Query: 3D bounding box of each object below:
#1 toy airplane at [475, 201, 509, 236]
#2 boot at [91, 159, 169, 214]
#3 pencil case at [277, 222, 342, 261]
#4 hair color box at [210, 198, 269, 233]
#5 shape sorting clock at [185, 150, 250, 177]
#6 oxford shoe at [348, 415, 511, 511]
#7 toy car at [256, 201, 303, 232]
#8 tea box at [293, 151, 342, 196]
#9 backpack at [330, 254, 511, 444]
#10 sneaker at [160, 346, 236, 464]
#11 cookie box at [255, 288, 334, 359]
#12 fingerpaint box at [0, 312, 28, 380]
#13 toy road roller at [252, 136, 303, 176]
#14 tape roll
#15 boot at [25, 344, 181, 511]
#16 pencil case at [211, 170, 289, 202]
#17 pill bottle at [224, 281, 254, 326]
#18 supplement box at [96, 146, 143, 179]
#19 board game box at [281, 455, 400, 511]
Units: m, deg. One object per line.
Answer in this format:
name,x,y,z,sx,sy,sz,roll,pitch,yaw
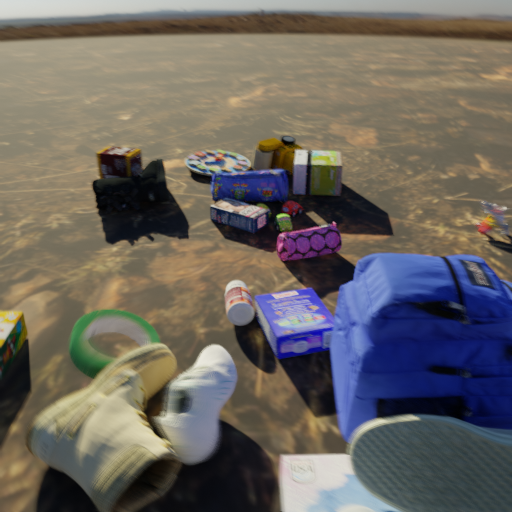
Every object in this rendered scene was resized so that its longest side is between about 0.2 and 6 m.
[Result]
toy airplane,5.319,-0.828,12.451,0.757,0.754,0.534,3,1,-13
boot,-3.211,-1.830,14.385,1.822,0.823,2.224,-8,29,-8
pencil case,1.084,-0.293,11.597,1.326,0.621,0.602,-12,30,-20
hair color box,-0.397,-0.959,13.108,1.271,0.385,0.636,18,33,30
shape sorting clock,-1.135,-2.758,16.523,1.923,0.377,1.923,0,28,0
oxford shoe,2.350,2.185,5.686,2.776,1.044,0.802,-1,-16,12
toy car,0.562,-0.956,13.176,1.396,0.311,1.314,-7,28,-12
tea box,1.645,-2.231,14.997,1.263,0.858,1.284,3,28,4
backpack,2.469,1.198,7.095,2.714,2.278,2.206,4,35,0
sneaker,-0.727,1.744,7.292,0.629,0.716,1.788,-17,30,21
cookie box,0.646,1.071,9.166,1.062,0.466,1.241,-7,29,-14
fingerpaint box,-4.400,1.357,8.591,1.360,0.499,1.135,0,29,-1
toy road roller,0.736,-2.752,15.985,1.510,0.928,1.102,-19,45,-33
tape roll,-2.118,1.338,8.417,1.294,0.311,1.294,16,29,-9
boot,-1.447,2.063,6.940,1.697,0.794,2.183,21,36,35
pencil case,-0.152,-1.781,14.160,2.011,0.874,0.785,0,50,2
pill bottle,-0.307,0.797,9.699,0.464,0.464,0.847,-3,28,-6
supplement box,-3.663,-2.370,15.140,0.996,0.982,0.661,8,29,15
board game box,1.540,3.008,5.426,2.437,0.529,2.425,-1,27,-2
